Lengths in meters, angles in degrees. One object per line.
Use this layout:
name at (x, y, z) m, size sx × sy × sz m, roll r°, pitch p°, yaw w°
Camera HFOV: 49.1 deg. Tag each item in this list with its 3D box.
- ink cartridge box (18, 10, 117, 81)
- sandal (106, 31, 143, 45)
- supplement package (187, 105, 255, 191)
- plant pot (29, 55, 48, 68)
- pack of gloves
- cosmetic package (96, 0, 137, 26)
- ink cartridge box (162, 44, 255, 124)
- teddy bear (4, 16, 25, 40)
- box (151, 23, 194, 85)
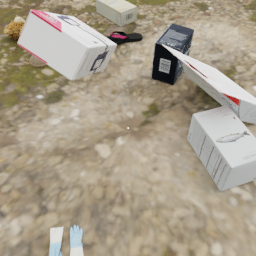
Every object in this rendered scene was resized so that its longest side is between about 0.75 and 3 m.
ink cartridge box at (-1.121, -1.691, 5.691) m, size 1.255 × 0.731 × 1.733 m, roll 34°, pitch 22°, yaw 2°
sandal at (-0.275, -3.648, 11.122) m, size 1.772 × 0.399 × 0.665 m, roll -13°, pitch 48°, yaw -12°
supplement package at (2.362, 0.453, 6.876) m, size 1.032 × 1.036 × 1.765 m, roll -14°, pitch 49°, yaw -13°
plant pot at (-3.191, -2.546, 10.128) m, size 0.790 × 0.365 × 0.790 m, roll -1°, pitch 47°, yaw 1°
pack of gloves at (-1.262, 2.363, 5.699) m, size 0.689 × 0.162 × 0.820 m, roll -7°, pitch 48°, yaw -6°
cosmetic package at (-0.535, -5.274, 12.461) m, size 0.945 × 0.667 × 1.825 m, roll -32°, pitch 56°, yaw -26°
ink cartridge box at (2.276, -1.130, 7.657) m, size 2.838 × 0.711 × 2.283 m, roll 4°, pitch 37°, yaw -43°
teddy bear at (-3.658, -3.877, 11.078) m, size 2.402 × 0.802 × 1.741 m, roll 26°, pitch 50°, yaw 22°
box at (1.469, -2.452, 9.319) m, size 0.873 × 1.409 × 1.385 m, roll 21°, pitch 51°, yaw 16°
